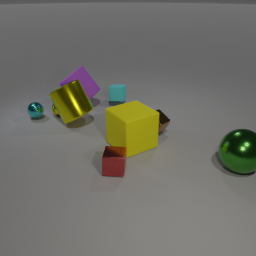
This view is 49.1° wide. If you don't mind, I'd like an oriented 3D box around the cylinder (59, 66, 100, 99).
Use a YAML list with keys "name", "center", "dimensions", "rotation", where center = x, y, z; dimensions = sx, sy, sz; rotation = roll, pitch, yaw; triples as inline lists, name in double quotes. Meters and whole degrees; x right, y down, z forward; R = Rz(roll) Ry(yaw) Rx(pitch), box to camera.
- name: "cylinder"
  center: [-2.286, -1.982, 13.336]
  dimensions: [1.400, 1.400, 1.400]
  rotation: [-35, 15, 11]

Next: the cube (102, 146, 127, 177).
- name: "cube"
  center: [-0.423, 1.043, 8.827]
  dimensions: [0.700, 0.700, 0.700]
  rotation: [4, 26, 3]

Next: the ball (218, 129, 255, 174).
- name: "ball"
  center: [3.564, 0.717, 8.754]
  dimensions: [1.400, 1.400, 1.400]
  rotation: [0, 28, 0]

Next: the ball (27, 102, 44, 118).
- name: "ball"
  center: [-4.048, -0.789, 12.266]
  dimensions: [0.700, 0.700, 0.700]
  rotation: [0, 28, 0]

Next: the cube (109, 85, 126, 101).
- name: "cube"
  center: [-0.507, -1.710, 13.611]
  dimensions: [0.700, 0.700, 0.700]
  rotation: [2, 18, 11]

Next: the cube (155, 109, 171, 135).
- name: "cube"
  center: [1.102, -0.202, 10.955]
  dimensions: [0.700, 0.700, 0.700]
  rotation: [-22, 61, -46]

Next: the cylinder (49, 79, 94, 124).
- name: "cylinder"
  center: [-2.350, -1.099, 11.694]
  dimensions: [1.400, 1.400, 1.400]
  rotation: [-26, 10, 5]

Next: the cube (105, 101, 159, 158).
- name: "cube"
  center: [0.138, -0.008, 10.127]
  dimensions: [1.400, 1.400, 1.400]
  rotation: [-17, 32, -30]

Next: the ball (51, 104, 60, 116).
- name: "ball"
  center: [-3.088, -0.905, 12.624]
  dimensions: [0.700, 0.700, 0.700]
  rotation: [0, 28, 0]
